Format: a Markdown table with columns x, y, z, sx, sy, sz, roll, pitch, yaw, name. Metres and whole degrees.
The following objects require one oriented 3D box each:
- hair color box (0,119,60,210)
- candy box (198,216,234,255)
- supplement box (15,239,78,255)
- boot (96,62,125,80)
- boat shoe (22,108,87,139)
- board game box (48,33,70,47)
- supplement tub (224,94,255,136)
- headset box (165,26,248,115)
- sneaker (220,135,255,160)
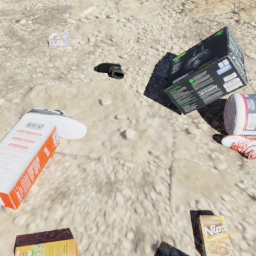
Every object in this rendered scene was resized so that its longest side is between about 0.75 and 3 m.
| x | y | z | sx | sy | sz | roll | pitch | yaw | name |
| --- | --- | --- | --- | --- | --- | --- | --- | --- | --- |
| -3.151 | 0.923 | 8.069 | 1.330 | 0.802 | 2.620 | 10 | 44 | 12 | hair color box |
| 2.043 | 2.586 | 6.590 | 0.595 | 0.285 | 1.031 | 0 | 42 | 2 | candy box |
| -1.794 | 2.842 | 6.193 | 1.331 | 0.458 | 0.443 | -8 | 40 | -5 | supplement box |
| -0.770 | -2.463 | 12.133 | 1.197 | 0.450 | 0.895 | -6 | 42 | -7 | boot |
| -2.385 | -0.250 | 9.438 | 2.354 | 0.844 | 0.798 | 8 | 43 | 19 | boat shoe |
| -3.547 | -4.554 | 14.484 | 0.921 | 0.446 | 0.734 | 5 | 42 | 6 | board game box |
| 4.288 | -0.415 | 9.123 | 1.986 | 1.394 | 1.394 | 1 | 42 | 0 | supplement tub |
| 2.825 | -2.145 | 10.148 | 2.414 | 1.286 | 2.773 | -27 | 26 | 34 | headset box |
| 3.577 | 0.608 | 8.702 | 1.294 | 0.432 | 0.694 | 7 | 40 | 3 | sneaker |
